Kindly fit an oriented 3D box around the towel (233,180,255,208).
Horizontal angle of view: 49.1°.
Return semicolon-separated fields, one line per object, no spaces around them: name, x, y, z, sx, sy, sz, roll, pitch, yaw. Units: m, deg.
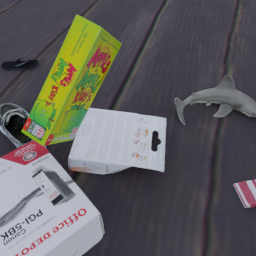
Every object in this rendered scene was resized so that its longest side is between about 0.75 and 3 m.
towel;3.246;1.605;7.015;0.988;0.112;0.712;-8;47;-7

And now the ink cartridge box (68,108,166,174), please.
ink cartridge box;-0.220;0.393;7.907;2.487;0.623;2.017;9;47;1

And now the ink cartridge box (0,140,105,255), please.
ink cartridge box;-2.082;1.755;6.165;1.969;1.112;2.682;-32;54;-27

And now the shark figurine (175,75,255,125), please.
shark figurine;2.756;-1.098;8.863;2.867;1.196;1.713;0;46;-3

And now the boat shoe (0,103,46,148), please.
boat shoe;-3.118;-0.116;8.038;0.958;0.942;2.657;-32;53;-26

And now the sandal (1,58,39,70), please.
sandal;-4.135;-2.452;10.689;1.390;0.298;0.528;-7;47;-7

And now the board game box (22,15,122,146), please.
board game box;-1.106;-0.876;5.769;0.585;2.459;1.249;31;11;12
